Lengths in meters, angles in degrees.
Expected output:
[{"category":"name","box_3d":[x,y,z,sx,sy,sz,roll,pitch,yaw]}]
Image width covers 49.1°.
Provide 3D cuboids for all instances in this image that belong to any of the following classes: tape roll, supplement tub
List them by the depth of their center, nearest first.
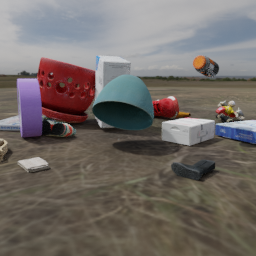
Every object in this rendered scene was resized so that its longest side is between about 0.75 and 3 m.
[{"category":"supplement tub","box_3d":[2.448,-1.946,8.825,0.865,0.530,0.530,13,-1,-44]},{"category":"tape roll","box_3d":[-3.474,-0.702,9.834,0.665,2.028,2.028,-4,11,-22]}]

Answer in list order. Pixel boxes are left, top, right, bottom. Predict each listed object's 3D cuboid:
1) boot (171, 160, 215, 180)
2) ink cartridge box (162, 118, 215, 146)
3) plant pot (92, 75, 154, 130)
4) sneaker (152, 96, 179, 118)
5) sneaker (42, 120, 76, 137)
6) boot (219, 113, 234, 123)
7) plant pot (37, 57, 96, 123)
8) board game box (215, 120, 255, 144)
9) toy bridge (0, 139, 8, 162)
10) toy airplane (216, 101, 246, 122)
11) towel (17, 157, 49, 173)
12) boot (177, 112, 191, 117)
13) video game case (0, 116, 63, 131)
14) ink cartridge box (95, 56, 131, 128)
[{"category":"boot","box_3d":[1.480,0.856,6.293,0.715,0.285,0.867,21,25,34]},{"category":"ink cartridge box","box_3d":[2.027,0.081,9.435,1.143,0.646,1.561,10,15,44]},{"category":"plant pot","box_3d":[-0.054,-0.888,8.669,1.875,1.263,1.875,10,-23,4]},{"category":"sneaker","box_3d":[1.308,-0.877,14.098,1.672,1.134,2.895,-12,1,-16]},{"category":"sneaker","box_3d":[-2.536,0.071,10.178,1.608,0.566,0.752,5,-8,43]},{"category":"boot","box_3d":[4.551,-0.326,12.620,0.846,0.305,0.639,19,19,-34]},{"category":"plant pot","box_3d":[-2.790,-1.665,12.627,2.720,2.477,2.720,15,10,-3]},{"category":"board game box","box_3d":[4.542,0.134,9.653,2.096,0.457,2.106,-6,12,-30]},{"category":"toy bridge","box_3d":[-3.945,0.515,8.006,0.837,0.339,2.491,-5,11,-38]},{"category":"toy airplane","box_3d":[4.927,-0.822,13.330,1.351,0.953,1.345,18,24,18]},{"category":"towel","box_3d":[-2.266,0.864,6.698,0.534,0.139,0.806,-8,13,-38]},{"category":"boot","box_3d":[2.813,-0.700,14.403,0.642,0.316,0.897,2,4,37]},{"category":"video game case","box_3d":[-4.246,-0.230,12.096,2.323,0.280,2.549,1,10,5]},{"category":"ink cartridge box","box_3d":[-0.691,-1.489,11.240,1.077,2.558,1.849,-1,21,-15]}]
